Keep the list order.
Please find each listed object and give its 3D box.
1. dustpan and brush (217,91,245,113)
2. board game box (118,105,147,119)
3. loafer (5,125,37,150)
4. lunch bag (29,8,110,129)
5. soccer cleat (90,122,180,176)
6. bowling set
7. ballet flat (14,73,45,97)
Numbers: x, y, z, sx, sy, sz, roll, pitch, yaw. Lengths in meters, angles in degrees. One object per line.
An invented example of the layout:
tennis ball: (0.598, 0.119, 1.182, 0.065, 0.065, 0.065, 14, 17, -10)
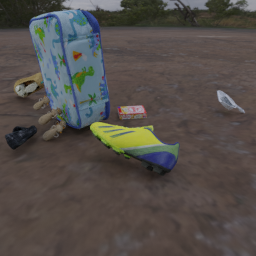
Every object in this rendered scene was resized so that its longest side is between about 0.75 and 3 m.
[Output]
dustpan and brush: (3.282, -0.754, 8.861, 0.303, 1.060, 0.740, -37, 22, 31)
board game box: (0.117, -0.488, 8.759, 0.829, 0.192, 0.628, -4, 26, -8)
loafer: (-2.548, 0.123, 6.741, 0.407, 0.420, 1.198, -31, 12, 13)
lunch bag: (-1.630, -1.632, 7.731, 1.236, 2.998, 2.410, -22, 24, -31)
soccer cleat: (0.130, 0.255, 5.933, 2.043, 0.855, 0.661, 25, -9, 24)
bowling set: (-1.914, -0.262, 7.443, 0.630, 1.174, 0.817, -29, -14, 23)
ballet flat: (-3.555, -1.440, 9.857, 1.922, 0.660, 0.606, -17, 34, 37)
